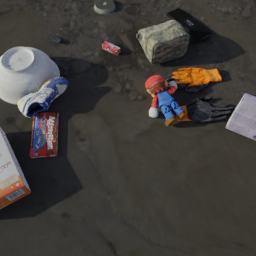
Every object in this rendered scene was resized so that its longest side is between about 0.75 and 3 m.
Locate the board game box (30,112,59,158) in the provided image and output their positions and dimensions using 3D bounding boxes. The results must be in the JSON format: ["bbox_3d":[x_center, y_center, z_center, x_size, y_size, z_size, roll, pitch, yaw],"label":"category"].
[{"bbox_3d":[-3.190,0.233,10.745,0.976,0.184,1.895,-5,60,-4],"label":"board game box"}]

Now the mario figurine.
[{"bbox_3d":[1.451,-1.135,11.299,1.377,1.182,2.230,-8,62,-41],"label":"mario figurine"}]

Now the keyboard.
[{"bbox_3d":[2.812,-5.015,13.800,1.588,0.257,2.499,-31,63,-24],"label":"keyboard"}]

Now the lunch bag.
[{"bbox_3d":[1.559,-3.961,12.518,1.960,1.366,1.644,-20,62,-12],"label":"lunch bag"}]

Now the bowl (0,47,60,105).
[{"bbox_3d":[-4.397,-2.466,11.712,2.834,1.274,2.834,0,59,0],"label":"bowl"}]

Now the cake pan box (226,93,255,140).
[{"bbox_3d":[4.595,-0.289,9.967,1.664,1.807,0.473,22,58,12],"label":"cake pan box"}]

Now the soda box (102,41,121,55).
[{"bbox_3d":[-0.775,-3.709,13.010,0.864,0.274,0.303,28,64,15],"label":"soda box"}]

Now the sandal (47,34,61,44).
[{"bbox_3d":[-3.511,-4.248,13.406,0.344,0.194,0.905,-36,56,-27],"label":"sandal"}]

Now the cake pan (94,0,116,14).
[{"bbox_3d":[-1.223,-6.404,14.635,1.150,0.211,1.150,0,59,0],"label":"cake pan"}]

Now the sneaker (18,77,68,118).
[{"bbox_3d":[-3.234,-1.152,11.145,2.204,0.830,0.971,-35,53,-8],"label":"sneaker"}]

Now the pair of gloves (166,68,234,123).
[{"bbox_3d":[2.922,-1.440,11.641,2.499,0.347,2.805,-5,60,-3],"label":"pair of gloves"}]

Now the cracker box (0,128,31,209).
[{"bbox_3d":[-4.858,1.420,9.663,1.915,0.825,2.859,-28,63,-16],"label":"cracker box"}]
